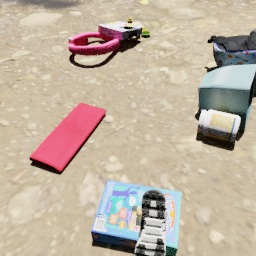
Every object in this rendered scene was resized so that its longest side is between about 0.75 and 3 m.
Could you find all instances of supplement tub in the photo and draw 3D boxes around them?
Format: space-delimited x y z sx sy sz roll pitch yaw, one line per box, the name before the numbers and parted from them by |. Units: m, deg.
supplement tub | 2.707 -0.091 8.417 1.113 0.805 0.805 15 44 16

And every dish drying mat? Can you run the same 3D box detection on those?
dish drying mat | -1.733 0.169 8.564 1.069 0.253 2.783 16 44 16

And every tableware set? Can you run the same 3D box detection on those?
tableware set | 0.288 -5.119 14.358 1.350 0.307 2.004 -14 44 -15

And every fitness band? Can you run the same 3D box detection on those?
fitness band | -1.480 -3.794 12.495 1.922 0.501 2.676 14 33 19

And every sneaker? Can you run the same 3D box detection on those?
sneaker | 0.479 1.909 5.258 0.549 1.653 0.748 5 1 12

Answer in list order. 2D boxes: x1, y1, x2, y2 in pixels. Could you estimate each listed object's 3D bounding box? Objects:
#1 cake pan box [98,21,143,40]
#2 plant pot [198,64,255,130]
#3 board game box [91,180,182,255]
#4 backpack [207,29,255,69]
cake pan box | -0.338 -4.627 13.236 1.638 0.428 1.509 28 42 33
plant pot | 3.150 -1.078 9.070 1.587 1.558 1.553 10 42 26
board game box | 0.245 1.989 6.402 1.852 0.417 1.408 8 42 9
backpack | 4.189 -2.699 10.475 2.217 1.707 2.111 -6 22 16
